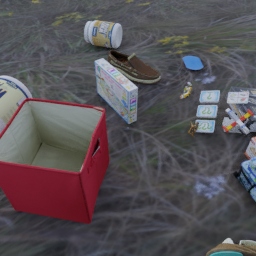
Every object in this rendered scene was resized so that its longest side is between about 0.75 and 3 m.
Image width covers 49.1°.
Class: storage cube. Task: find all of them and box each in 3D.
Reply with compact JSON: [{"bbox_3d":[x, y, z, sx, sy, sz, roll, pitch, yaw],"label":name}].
[{"bbox_3d":[-2.103,0.958,8.353,2.879,2.588,2.461,7,45,8],"label":"storage cube"}]

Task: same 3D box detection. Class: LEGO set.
[{"bbox_3d":[3.738,-0.675,10.465,2.431,0.597,1.816,4,68,32],"label":"LEGO set"},{"bbox_3d":[2.553,-1.626,12.559,0.327,0.404,0.878,24,77,43],"label":"LEGO set"}]

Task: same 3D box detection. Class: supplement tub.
[{"bbox_3d":[-4.937,-0.572,10.420,1.812,1.812,2.500,13,47,13],"label":"supplement tub"},{"bbox_3d":[-1.343,-5.141,15.352,1.819,1.315,1.315,13,46,12],"label":"supplement tub"}]

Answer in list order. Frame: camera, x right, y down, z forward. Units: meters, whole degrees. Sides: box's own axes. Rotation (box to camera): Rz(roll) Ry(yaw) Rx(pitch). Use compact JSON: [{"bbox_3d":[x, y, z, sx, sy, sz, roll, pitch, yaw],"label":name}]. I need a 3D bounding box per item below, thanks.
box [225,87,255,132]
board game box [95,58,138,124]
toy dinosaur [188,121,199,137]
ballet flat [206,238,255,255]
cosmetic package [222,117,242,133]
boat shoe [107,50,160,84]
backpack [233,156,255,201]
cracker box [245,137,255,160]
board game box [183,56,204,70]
[{"bbox_3d":[5.462,-0.712,11.111,2.577,0.623,2.041,3,44,-12],"label":"box"},{"bbox_3d":[-0.509,-1.535,11.490,0.427,1.676,2.494,-26,51,-24],"label":"board game box"},{"bbox_3d":[2.539,0.014,10.756,0.342,1.133,0.602,32,83,1],"label":"toy dinosaur"},{"bbox_3d":[3.014,3.297,7.450,2.014,0.683,0.728,1,25,1],"label":"ballet flat"},{"bbox_3d":[4.225,-0.106,10.990,0.908,0.368,0.512,4,45,6],"label":"cosmetic package"},{"bbox_3d":[0.205,-2.983,13.366,2.883,1.067,1.065,21,49,20],"label":"boat shoe"},{"bbox_3d":[4.479,1.634,8.593,1.613,1.295,1.763,-15,51,-10],"label":"backpack"},{"bbox_3d":[4.429,0.809,9.706,0.252,0.874,0.585,-12,46,-11],"label":"cracker box"},{"bbox_3d":[3.281,-3.241,14.249,0.914,0.225,1.157,-3,50,-10],"label":"board game box"}]
